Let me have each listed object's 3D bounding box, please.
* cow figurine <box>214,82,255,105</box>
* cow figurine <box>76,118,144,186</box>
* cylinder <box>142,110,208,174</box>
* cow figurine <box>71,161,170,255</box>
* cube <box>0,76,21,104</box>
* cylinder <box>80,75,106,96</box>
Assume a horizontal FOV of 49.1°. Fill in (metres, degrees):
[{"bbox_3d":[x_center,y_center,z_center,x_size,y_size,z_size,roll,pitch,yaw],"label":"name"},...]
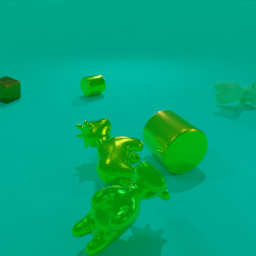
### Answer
[{"bbox_3d":[3.954,-1.272,10.066,1.553,0.866,1.578,-1,-4,21],"label":"cow figurine"},{"bbox_3d":[-0.511,0.546,6.478,1.671,0.932,1.698,11,46,2],"label":"cow figurine"},{"bbox_3d":[1.134,0.319,6.922,1.196,1.196,1.196,-11,29,-21],"label":"cylinder"},{"bbox_3d":[-0.041,1.302,4.794,0.867,1.580,1.554,45,25,21],"label":"cow figurine"},{"bbox_3d":[-4.676,-1.485,10.806,0.726,0.726,0.726,22,33,16],"label":"cube"},{"bbox_3d":[-1.412,-1.723,11.300,0.761,0.761,0.761,-19,33,-37],"label":"cylinder"}]
